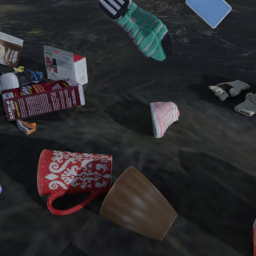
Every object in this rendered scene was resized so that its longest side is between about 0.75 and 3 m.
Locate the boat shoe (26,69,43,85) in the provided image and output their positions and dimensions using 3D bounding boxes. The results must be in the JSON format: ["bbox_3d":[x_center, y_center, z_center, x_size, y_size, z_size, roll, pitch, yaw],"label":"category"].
[{"bbox_3d":[-4.289,-2.417,13.026,0.575,0.705,1.675,-1,32,-36],"label":"boat shoe"}]

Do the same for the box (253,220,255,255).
[{"bbox_3d":[3.814,2.373,5.796,2.081,1.068,0.985,12,36,15],"label":"box"}]

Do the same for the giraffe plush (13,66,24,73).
[{"bbox_3d":[-5.082,-2.411,13.042,0.848,0.982,0.796,-17,8,-14],"label":"giraffe plush"}]

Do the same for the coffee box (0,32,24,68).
[{"bbox_3d":[-3.342,-2.078,7.133,1.151,0.658,0.459,15,35,-26],"label":"coffee box"}]

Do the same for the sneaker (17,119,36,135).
[{"bbox_3d":[-3.596,-0.084,10.034,0.854,0.331,0.478,37,44,27],"label":"sneaker"}]

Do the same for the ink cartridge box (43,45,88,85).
[{"bbox_3d":[-2.877,-2.945,12.902,1.904,1.672,0.799,21,40,27],"label":"ink cartridge box"}]

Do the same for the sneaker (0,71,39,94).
[{"bbox_3d":[-5.082,-2.005,12.254,2.693,1.016,1.532,12,18,38],"label":"sneaker"}]

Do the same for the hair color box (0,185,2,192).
[{"bbox_3d":[-4.367,1.742,7.120,1.857,0.602,1.015,-1,34,2],"label":"hair color box"}]

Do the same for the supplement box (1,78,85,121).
[{"bbox_3d":[-3.292,-1.181,10.848,2.844,0.866,1.548,-16,26,-21],"label":"supplement box"}]

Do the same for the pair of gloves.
[{"bbox_3d":[4.871,-1.399,11.781,2.079,0.429,2.444,-18,39,-24],"label":"pair of gloves"}]

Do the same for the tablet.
[{"bbox_3d":[1.857,-2.834,6.472,0.921,0.599,0.063,41,14,-5],"label":"tablet"}]

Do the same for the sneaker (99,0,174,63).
[{"bbox_3d":[0.316,-3.099,8.315,0.996,2.677,1.172,-43,23,17],"label":"sneaker"}]

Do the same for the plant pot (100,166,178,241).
[{"bbox_3d":[0.349,1.856,6.480,1.466,1.370,1.370,31,44,18],"label":"plant pot"}]

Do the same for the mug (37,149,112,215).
[{"bbox_3d":[-1.355,1.385,7.450,1.815,1.611,1.211,2,-2,-5],"label":"mug"}]

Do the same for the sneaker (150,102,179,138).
[{"bbox_3d":[1.359,-0.382,10.013,1.043,0.751,1.995,-4,31,4],"label":"sneaker"}]
